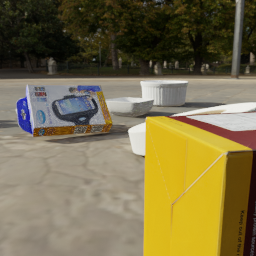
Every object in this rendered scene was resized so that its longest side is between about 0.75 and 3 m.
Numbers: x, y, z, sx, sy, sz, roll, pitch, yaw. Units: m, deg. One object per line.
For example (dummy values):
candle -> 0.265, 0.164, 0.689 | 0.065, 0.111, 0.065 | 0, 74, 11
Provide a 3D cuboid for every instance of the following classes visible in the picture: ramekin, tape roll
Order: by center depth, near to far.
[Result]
tape roll -> 1.313, -0.016, 5.617 | 2.631, 0.481, 2.631 | -12, 5, 1
ramekin -> 1.723, -1.675, 13.350 | 2.235, 1.089, 2.235 | -1, 12, 0

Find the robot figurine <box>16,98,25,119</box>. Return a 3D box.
robot figurine -> -2.256, -0.527, 8.120 | 1.774, 1.002, 1.504 | -1, 53, -2

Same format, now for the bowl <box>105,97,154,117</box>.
bowl -> 0.063, -0.794, 10.475 | 1.553, 0.580, 1.555 | 7, 15, 31

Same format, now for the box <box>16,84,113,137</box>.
box -> -1.646, -0.490, 7.254 | 2.278, 1.356, 0.472 | -3, -33, -28

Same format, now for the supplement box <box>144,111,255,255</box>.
supplement box -> 0.914, 0.630, 1.901 | 1.387, 1.368, 0.921 | -4, 13, -17
